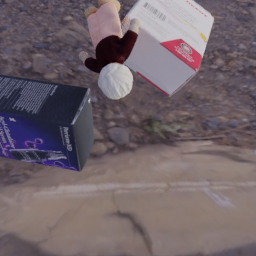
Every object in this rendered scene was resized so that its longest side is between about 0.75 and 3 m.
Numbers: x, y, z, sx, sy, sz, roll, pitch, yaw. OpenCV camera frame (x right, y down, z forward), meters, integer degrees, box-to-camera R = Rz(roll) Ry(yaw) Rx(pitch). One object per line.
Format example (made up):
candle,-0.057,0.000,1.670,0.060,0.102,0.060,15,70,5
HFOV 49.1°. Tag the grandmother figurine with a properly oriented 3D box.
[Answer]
grandmother figurine,-0.324,-1.552,5.327,0.699,1.400,2.309,21,48,-40

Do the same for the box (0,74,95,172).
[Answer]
box,-1.853,-0.095,5.911,2.082,1.541,1.086,9,47,8

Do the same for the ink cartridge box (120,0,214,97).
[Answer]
ink cartridge box,0.976,-2.517,7.450,2.082,1.208,2.822,34,47,-9
